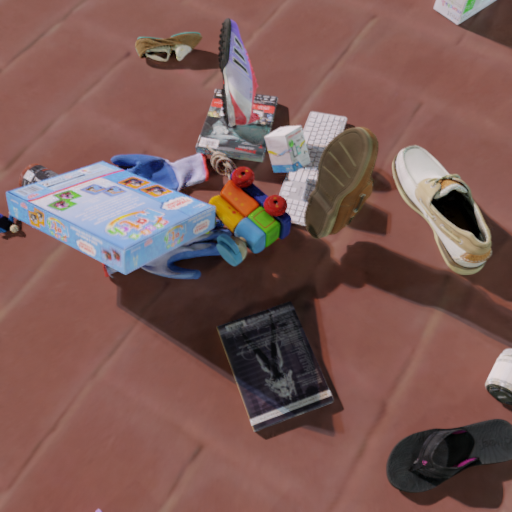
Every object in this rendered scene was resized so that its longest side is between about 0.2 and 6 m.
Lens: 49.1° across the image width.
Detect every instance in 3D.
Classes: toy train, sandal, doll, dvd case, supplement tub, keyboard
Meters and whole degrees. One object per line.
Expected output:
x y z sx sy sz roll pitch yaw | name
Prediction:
-0.713 -1.078 11.576 1.573 1.151 2.719 -38 68 -22 | toy train
3.357 3.295 9.543 2.443 0.585 0.918 -15 62 -8 | sandal
-5.430 -0.736 11.986 0.829 0.201 0.566 27 66 15 | doll
0.326 2.015 10.489 1.558 0.167 2.095 -18 63 -10 | dvd case
-4.370 -1.421 12.070 1.345 0.720 0.720 27 65 14 | supplement tub
-0.416 -3.097 13.117 1.565 0.236 2.143 8 53 4 | dvd case
1.241 -2.047 12.728 0.909 0.172 3.229 16 62 9 | keyboard

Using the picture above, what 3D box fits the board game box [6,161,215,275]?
-2.729 -0.864 10.650 3.129 0.573 2.367 23 34 28 | board game box

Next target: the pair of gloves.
-2.120 -0.926 11.977 2.817 0.399 3.503 -14 61 -7 | pair of gloves

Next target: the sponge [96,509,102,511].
-2.784 4.815 8.931 0.732 0.196 1.312 41 68 20 | sponge

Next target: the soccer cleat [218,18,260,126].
-0.365 -4.002 12.279 0.828 2.264 0.772 -7 27 -8 | soccer cleat

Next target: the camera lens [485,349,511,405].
4.595 2.197 10.091 0.682 0.682 0.853 31 66 16 | camera lens

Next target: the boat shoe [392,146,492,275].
3.957 -1.210 11.732 1.192 1.091 3.189 -20 63 -11 | boat shoe

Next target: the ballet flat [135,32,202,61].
-2.226 -5.309 14.353 1.733 0.588 0.627 -5 82 -2 | ballet flat

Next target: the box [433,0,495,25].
5.861 -7.443 14.796 1.975 1.743 0.955 -36 66 -18 | box

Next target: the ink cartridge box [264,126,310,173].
0.664 -2.257 11.861 0.600 0.822 0.603 7 35 43 | ink cartridge box

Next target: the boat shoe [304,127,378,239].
1.720 -1.423 10.621 0.911 2.679 0.964 -15 62 -26 | boat shoe
